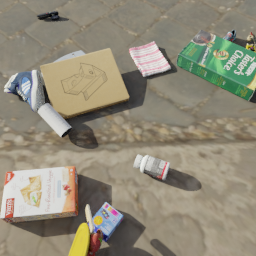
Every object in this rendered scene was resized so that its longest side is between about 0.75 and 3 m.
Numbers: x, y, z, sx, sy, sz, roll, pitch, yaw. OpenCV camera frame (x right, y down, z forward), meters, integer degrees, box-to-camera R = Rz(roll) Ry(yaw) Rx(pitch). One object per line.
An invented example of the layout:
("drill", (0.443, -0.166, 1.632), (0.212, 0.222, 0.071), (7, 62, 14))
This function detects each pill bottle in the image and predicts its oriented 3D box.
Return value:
("pill bottle", (0.634, 1.028, 7.513), (0.904, 0.501, 0.501), (18, 59, 11))

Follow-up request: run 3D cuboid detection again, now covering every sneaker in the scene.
("sneaker", (3.666, -3.340, 10.347), (0.368, 0.443, 0.927), (39, 65, 22))
("sneaker", (-3.323, -1.076, 8.864), (1.162, 0.639, 1.587), (-13, 64, 5))

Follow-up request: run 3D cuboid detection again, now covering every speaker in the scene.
("speaker", (-2.118, -0.219, 8.151), (1.055, 0.428, 0.428), (45, 67, 8))

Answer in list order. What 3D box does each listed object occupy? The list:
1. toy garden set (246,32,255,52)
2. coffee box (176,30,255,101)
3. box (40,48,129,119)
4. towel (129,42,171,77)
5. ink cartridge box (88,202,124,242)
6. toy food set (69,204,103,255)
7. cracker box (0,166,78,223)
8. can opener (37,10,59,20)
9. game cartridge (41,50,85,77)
("toy garden set", (4.957, -3.098, 10.263), (1.339, 0.320, 1.606), (11, 58, 7))
("coffee box", (3.262, -2.221, 9.529), (2.746, 0.604, 1.688), (33, 63, 19))
("box", (-1.398, -1.439, 8.965), (2.393, 0.255, 1.956), (-17, 74, -10))
("towel", (0.757, -2.449, 9.908), (1.042, 0.213, 1.424), (-19, 59, -10))
("ink cartridge box", (-0.584, 2.333, 6.796), (0.583, 0.326, 0.854), (33, 65, 19))
("toy food set", (-0.852, 2.657, 6.129), (0.534, 0.963, 1.636), (18, 97, -21))
("cracker box", (-2.187, 1.664, 7.087), (1.778, 0.513, 1.191), (-5, 59, -3))
("can opener", (-3.199, -4.502, 11.190), (0.883, 0.280, 0.347), (-5, 58, -4))
("game cartridge", (-2.009, -1.973, 9.553), (1.684, 0.341, 1.123), (-36, 69, -21))
